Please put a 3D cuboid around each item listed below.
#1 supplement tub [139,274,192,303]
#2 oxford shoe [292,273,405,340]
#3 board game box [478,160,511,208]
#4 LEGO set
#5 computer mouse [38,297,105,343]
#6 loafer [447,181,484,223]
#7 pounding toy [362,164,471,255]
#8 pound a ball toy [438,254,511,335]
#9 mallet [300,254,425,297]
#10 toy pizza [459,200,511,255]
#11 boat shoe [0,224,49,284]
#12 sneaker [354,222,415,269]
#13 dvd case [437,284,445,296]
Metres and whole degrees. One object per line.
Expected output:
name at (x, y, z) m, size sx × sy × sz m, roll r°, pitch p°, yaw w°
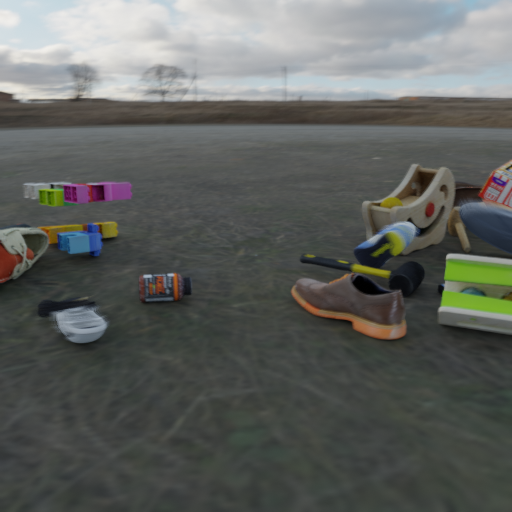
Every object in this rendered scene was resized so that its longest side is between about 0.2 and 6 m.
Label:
supplement tub at (-1.365, 0.476, 8.422) m, size 0.774 × 0.414 × 0.414 m, roll -4°, pitch 17°, yaw -10°
oxford shoe at (1.263, 0.521, 7.771) m, size 0.683 × 0.698 × 1.915 m, roll -15°, pitch 22°, yaw -41°
board game box at (6.483, -1.348, 12.697) m, size 2.160 × 0.660 × 2.852 m, roll 34°, pitch 31°, yaw 22°
LEGO set at (-3.405, -0.799, 11.231) m, size 1.475 × 1.371 × 3.594 m, roll -8°, pitch 12°, yaw -35°
computer mouse at (-2.354, 0.869, 7.311) m, size 0.755 × 0.302 × 1.377 m, roll -3°, pitch 15°, yaw -29°
loafer at (5.207, -1.254, 13.171) m, size 2.646 × 0.966 × 0.939 m, roll -8°, pitch 19°, yaw -26°
pounding toy at (3.502, -0.928, 11.090) m, size 2.732 × 1.562 × 1.567 m, roll -16°, pitch 23°, yaw -41°
pound a ball toy at (3.559, 0.369, 7.267) m, size 2.117 × 1.380 × 0.899 m, roll 7°, pitch -20°, yaw 22°
mallet at (1.744, 0.187, 9.270) m, size 2.083 × 0.429 × 0.686 m, roll 15°, pitch 26°, yaw 37°
toy pizza at (4.535, -0.450, 9.771) m, size 2.015 × 0.319 × 2.015 m, roll 30°, pitch -5°, yaw 3°
boat shoe at (-4.141, -0.033, 9.434) m, size 0.792 × 0.901 × 2.530 m, roll 0°, pitch 12°, yaw -9°
sneaker at (2.204, -0.173, 9.584) m, size 0.574 × 0.516 × 1.396 m, roll -40°, pitch 3°, yaw -28°
dvd case at (3.720, 0.627, 8.404) m, size 1.586 × 0.139 × 1.131 m, roll -3°, pitch 18°, yaw -11°
